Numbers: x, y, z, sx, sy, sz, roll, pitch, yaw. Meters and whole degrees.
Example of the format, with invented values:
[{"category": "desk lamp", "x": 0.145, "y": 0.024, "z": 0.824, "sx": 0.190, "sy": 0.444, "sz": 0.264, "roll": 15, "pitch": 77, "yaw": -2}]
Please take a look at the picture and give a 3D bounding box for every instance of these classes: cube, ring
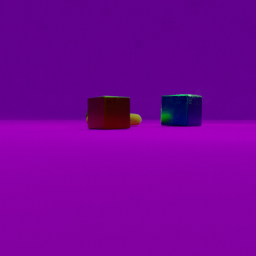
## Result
[{"category": "cube", "x": 1.893, "y": -0.604, "z": 9.885, "sx": 1.065, "sy": 1.065, "sz": 1.065, "roll": 3, "pitch": 3, "yaw": 41}, {"category": "cube", "x": -0.468, "y": -0.359, "z": 6.832, "sx": 0.769, "sy": 0.769, "sz": 0.769, "roll": -2, "pitch": 3, "yaw": -39}, {"category": "ring", "x": -0.504, "y": -0.282, "z": 10.010, "sx": 1.973, "sy": 0.395, "sz": 1.973, "roll": 0, "pitch": 0, "yaw": 0}]

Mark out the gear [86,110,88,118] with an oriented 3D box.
[{"category": "gear", "x": -0.992, "y": -0.567, "z": 11.895, "sx": 1.564, "sy": 0.289, "sz": 1.564, "roll": -9, "pitch": -20, "yaw": -3}]
